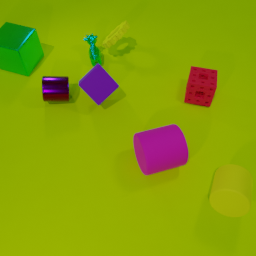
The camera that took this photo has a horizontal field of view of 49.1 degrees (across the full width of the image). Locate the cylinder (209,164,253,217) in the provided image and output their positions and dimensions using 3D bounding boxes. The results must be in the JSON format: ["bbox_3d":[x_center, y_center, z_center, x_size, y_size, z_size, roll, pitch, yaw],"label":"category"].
[{"bbox_3d":[2.510,1.507,6.786,0.911,0.911,0.911,20,40,13],"label":"cylinder"}]

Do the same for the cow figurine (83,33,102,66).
[{"bbox_3d":[-1.269,-2.887,10.283,0.539,0.965,0.981,-12,53,4],"label":"cow figurine"}]

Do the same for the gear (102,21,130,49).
[{"bbox_3d":[-0.439,-3.401,10.215,0.220,1.188,1.188,44,56,-24],"label":"gear"}]

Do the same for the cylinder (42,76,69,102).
[{"bbox_3d":[-2.360,-1.285,9.195,0.830,0.830,0.830,-2,55,-12],"label":"cylinder"}]

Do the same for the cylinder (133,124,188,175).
[{"bbox_3d":[0.878,0.590,7.762,1.191,1.191,1.191,-13,57,-11],"label":"cylinder"}]

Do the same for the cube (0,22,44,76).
[{"bbox_3d":[-3.988,-2.835,10.090,1.240,1.240,1.240,16,58,10],"label":"cube"}]

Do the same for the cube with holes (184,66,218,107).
[{"bbox_3d":[2.409,-1.381,9.286,0.872,0.872,0.872,11,51,7],"label":"cube with holes"}]

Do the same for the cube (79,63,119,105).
[{"bbox_3d":[-0.951,-1.417,8.980,0.902,0.902,0.902,-43,18,4],"label":"cube"}]
